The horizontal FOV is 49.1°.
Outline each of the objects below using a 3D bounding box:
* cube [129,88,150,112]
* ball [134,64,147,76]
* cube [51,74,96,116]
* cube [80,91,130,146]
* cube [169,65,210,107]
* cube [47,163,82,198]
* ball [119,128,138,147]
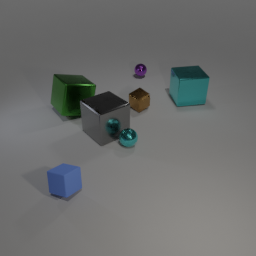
[{"bbox_3d":[0.517,-1.265,12.620,0.700,0.700,0.700,-33,54,-27],"label":"cube"},{"bbox_3d":[0.704,-3.243,15.640,0.700,0.700,0.700,0,33,0],"label":"ball"},{"bbox_3d":[-2.398,-1.446,12.157,1.400,1.400,1.400,-5,29,-36],"label":"cube"},{"bbox_3d":[-0.876,-0.407,10.873,1.400,1.400,1.400,-23,40,-31],"label":"cube"},{"bbox_3d":[2.843,-1.999,13.227,1.400,1.400,1.400,-6,35,-7],"label":"cube"},{"bbox_3d":[-1.863,1.528,8.261,0.700,0.700,0.700,6,17,30],"label":"cube"},{"bbox_3d":[0.019,0.355,10.362,0.700,0.700,0.700,0,33,0],"label":"ball"}]
